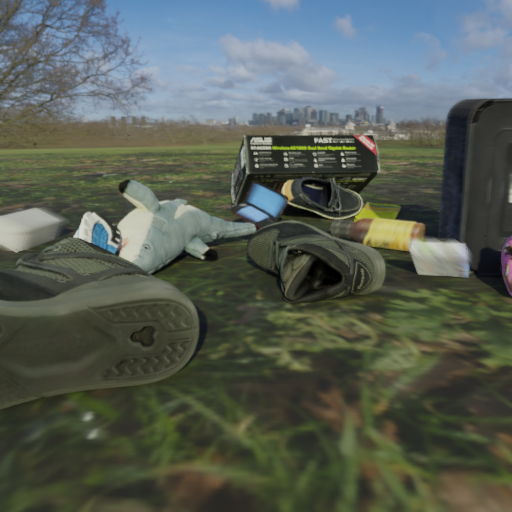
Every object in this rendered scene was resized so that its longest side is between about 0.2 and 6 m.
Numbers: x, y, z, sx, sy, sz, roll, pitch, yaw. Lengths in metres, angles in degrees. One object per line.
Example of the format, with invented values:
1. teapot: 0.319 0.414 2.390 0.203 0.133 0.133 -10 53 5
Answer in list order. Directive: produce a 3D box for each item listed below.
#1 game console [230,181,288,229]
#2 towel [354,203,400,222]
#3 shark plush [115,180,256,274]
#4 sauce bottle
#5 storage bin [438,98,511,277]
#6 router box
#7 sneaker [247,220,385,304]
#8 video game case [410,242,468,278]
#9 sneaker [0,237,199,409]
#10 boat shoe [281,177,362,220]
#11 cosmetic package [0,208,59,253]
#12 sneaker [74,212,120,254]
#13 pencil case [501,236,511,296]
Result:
1. game console: 0.060 -1.149 12.515 0.988 0.587 0.852 30 36 25
2. towel: 3.181 -1.117 14.577 0.972 0.204 2.259 4 15 18
3. shark plush: -1.330 -0.197 10.280 1.433 1.563 3.441 38 17 30
4. sauce bottle: 2.392 -0.450 11.106 1.844 0.609 0.609 9 16 35
5. storage bin: 4.224 -1.168 9.292 1.903 2.815 1.319 0 16 3
6. router box: 1.167 -2.143 14.716 3.434 1.067 2.573 -2 -15 -11
7. sneaker: 0.539 0.043 8.398 2.459 0.940 1.409 21 18 41
8. video game case: 2.889 0.064 8.791 0.786 0.197 0.867 5 -23 26
9. sneaker: -2.479 0.596 5.606 3.426 1.310 1.962 -3 12 -24
10. boat shoe: 1.756 -1.443 13.797 2.339 0.873 0.728 9 -16 -30
11. cosmetic package: -4.614 -0.536 11.254 0.654 0.552 1.224 27 21 9
12. sneaker: -2.586 0.263 8.224 0.804 0.929 2.145 35 25 -19
13. pencil case: 4.750 0.162 7.931 2.316 0.959 1.002 1 20 0
